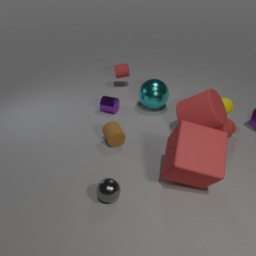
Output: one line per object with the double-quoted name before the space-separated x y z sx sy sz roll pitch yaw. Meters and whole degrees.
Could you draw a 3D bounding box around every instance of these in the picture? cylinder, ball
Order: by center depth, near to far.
"ball" -0.563 1.795 8.096 0.700 0.700 0.700 0 32 0
"cylinder" 2.751 -0.581 10.486 1.400 1.400 1.400 -22 17 36
"cylinder" -0.531 0.219 10.506 0.700 0.700 0.700 -13 46 -19
"cylinder" 3.707 0.049 10.923 0.700 0.700 0.700 -25 39 -33
"ball" 3.920 -0.876 11.441 0.700 0.700 0.700 0 32 0
"cylinder" -0.828 -1.075 12.725 0.700 0.700 0.700 12 34 19
"ball" 1.185 -1.564 12.871 1.400 1.400 1.400 0 32 0
"cylinder" -0.311 -3.018 14.787 0.700 0.700 0.700 -9 31 8

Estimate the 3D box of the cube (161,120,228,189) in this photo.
"cube" 1.915 0.820 8.212 1.400 1.400 1.400 15 66 -3

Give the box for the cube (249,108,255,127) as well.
"cube" 5.446 -0.404 11.237 0.700 0.700 0.700 -20 41 -29
